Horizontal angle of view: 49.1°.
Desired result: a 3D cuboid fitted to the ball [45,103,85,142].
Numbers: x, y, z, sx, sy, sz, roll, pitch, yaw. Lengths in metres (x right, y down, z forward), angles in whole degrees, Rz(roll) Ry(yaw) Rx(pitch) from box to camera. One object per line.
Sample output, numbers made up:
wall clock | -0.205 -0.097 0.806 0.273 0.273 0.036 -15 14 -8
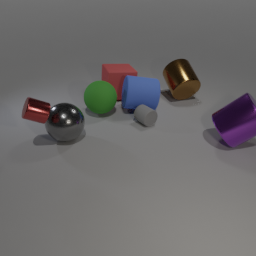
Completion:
ball | -2.250 -0.204 9.990 1.400 1.400 1.400 0 29 0

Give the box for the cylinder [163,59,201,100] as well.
cylinder | 2.519 -2.293 13.245 1.400 1.400 1.400 -9 58 -16

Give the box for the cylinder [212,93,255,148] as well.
cylinder | 3.841 -0.254 9.554 1.400 1.400 1.400 -35 15 28

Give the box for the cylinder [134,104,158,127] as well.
cylinder | 0.710 -0.506 11.265 0.700 0.700 0.700 -19 35 -31

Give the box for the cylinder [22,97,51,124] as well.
cylinder | -2.901 -0.549 8.844 0.700 0.700 0.700 16 19 -30

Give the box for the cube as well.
cube | -0.458 -2.253 13.587 1.400 1.400 1.400 -4 29 -17

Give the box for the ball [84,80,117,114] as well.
ball | -1.163 -1.299 11.834 1.400 1.400 1.400 0 29 0

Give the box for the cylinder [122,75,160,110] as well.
cylinder | 0.533 -1.501 12.148 1.400 1.400 1.400 4 28 -11
